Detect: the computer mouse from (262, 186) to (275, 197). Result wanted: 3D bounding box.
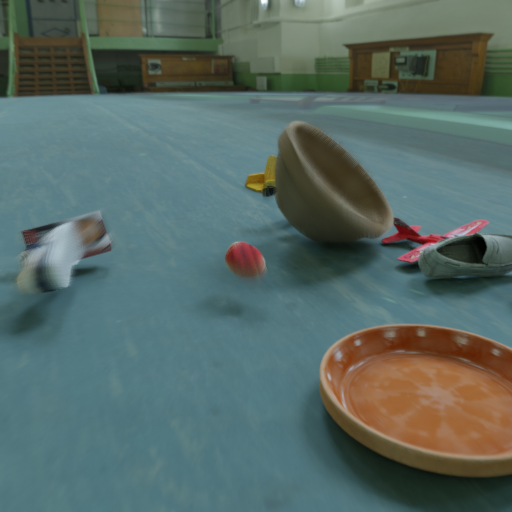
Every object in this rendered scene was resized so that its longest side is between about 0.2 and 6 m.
[{"bbox_3d":[0.731,-1.239,12.847,0.797,0.303,1.151,-12,-33,41],"label":"computer mouse"}]

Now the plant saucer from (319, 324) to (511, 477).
[{"bbox_3d":[2.015,1.542,6.305,2.609,0.421,2.609,0,22,0],"label":"plant saucer"}]

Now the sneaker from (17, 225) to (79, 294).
[{"bbox_3d":[-3.349,0.020,9.021,0.732,0.723,1.843,-14,22,-2],"label":"sneaker"}]

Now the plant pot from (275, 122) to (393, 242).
[{"bbox_3d":[1.320,-1.261,11.422,2.883,1.331,2.883,34,30,-23],"label":"plant pot"}]

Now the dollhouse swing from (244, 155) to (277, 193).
[{"bbox_3d":[0.254,-2.348,15.937,0.904,0.875,0.995,-12,24,-29],"label":"dollhouse swing"}]

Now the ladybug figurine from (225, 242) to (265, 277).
[{"bbox_3d":[-0.191,0.034,9.025,0.590,0.313,0.870,-25,37,-20],"label":"ladybug figurine"}]

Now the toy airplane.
[{"bbox_3d":[3.401,-0.297,11.065,2.287,0.421,2.287,-6,28,3],"label":"toy airplane"}]

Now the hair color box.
[{"bbox_3d":[-3.456,-0.268,10.262,1.410,0.716,0.432,-18,-15,-19],"label":"hair color box"}]

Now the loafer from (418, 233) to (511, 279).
[{"bbox_3d":[3.920,-0.037,9.765,2.154,0.752,0.753,-10,66,-12],"label":"loafer"}]
